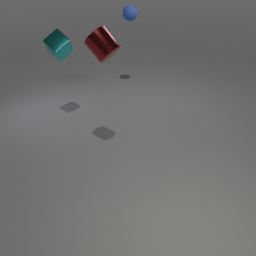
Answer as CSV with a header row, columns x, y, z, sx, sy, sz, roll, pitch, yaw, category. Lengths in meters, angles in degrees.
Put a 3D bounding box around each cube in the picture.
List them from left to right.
x,y,z,sx,sy,sz,roll,pitch,yaw,category
-2.506,-2.982,10.126,0.700,0.700,0.700,42,78,10,cube

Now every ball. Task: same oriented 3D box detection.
x,y,z,sx,sy,sz,roll,pitch,yaw,category
0.093,-5.376,13.121,0.700,0.700,0.700,0,31,0,ball

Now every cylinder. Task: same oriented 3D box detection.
x,y,z,sx,sy,sz,roll,pitch,yaw,category
-0.677,-2.211,7.428,0.700,0.700,0.700,-39,7,6,cylinder
